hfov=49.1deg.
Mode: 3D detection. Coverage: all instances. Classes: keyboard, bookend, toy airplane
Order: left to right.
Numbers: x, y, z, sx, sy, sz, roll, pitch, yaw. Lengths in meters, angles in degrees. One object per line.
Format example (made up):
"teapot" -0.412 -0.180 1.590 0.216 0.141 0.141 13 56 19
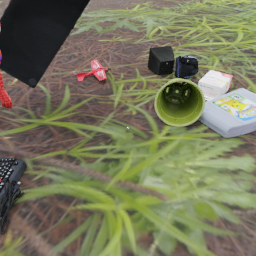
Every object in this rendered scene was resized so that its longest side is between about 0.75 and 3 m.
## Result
"keyboard" -2.907 1.396 5.880 1.299 0.495 2.496 3 37 4
"bookend" -2.219 -2.922 7.392 1.365 2.945 2.964 31 11 -23
"toy airplane" -1.399 -2.153 10.949 1.558 0.287 1.558 1 41 -1

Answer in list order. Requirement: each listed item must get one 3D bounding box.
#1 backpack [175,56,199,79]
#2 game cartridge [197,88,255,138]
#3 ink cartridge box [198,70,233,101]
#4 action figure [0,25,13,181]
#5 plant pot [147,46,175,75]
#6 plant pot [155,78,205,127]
"backpack" 2.250 -2.356 10.818 0.890 0.934 0.720 -3 23 -10
"game cartridge" 3.379 -0.501 8.560 2.370 0.480 1.580 -21 45 -27
"ink cartridge box" 3.003 -1.477 9.833 0.859 0.498 1.474 21 41 26
"action figure" -1.905 -0.406 3.746 0.721 2.203 0.569 3 2 44
"plant pot" 1.379 -2.614 11.151 0.927 0.930 0.825 -9 48 -13
"plant pot" 1.541 -0.955 8.563 1.421 1.421 1.349 4 25 5
